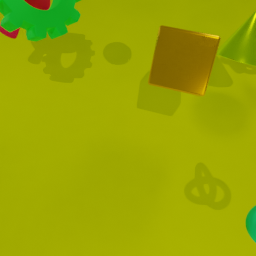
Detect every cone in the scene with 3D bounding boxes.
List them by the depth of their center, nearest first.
[{"bbox_3d":[2.798,-2.170,6.516,1.188,1.193,1.188,12,23,-5],"label":"cone"}]

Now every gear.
[{"bbox_3d":[-1.728,-2.643,5.110,0.366,1.979,1.979,2,49,44],"label":"gear"}]

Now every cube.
[{"bbox_3d":[1.066,-1.305,5.349,1.054,1.054,1.054,14,20,9],"label":"cube"}]

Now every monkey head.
[{"bbox_3d":[-2.558,-2.904,6.665,1.895,1.142,1.364,28,64,-24],"label":"monkey head"}]

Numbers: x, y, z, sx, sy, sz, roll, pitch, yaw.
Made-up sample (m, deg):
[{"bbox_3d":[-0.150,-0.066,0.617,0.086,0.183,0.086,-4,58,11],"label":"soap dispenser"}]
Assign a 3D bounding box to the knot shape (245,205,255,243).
[{"bbox_3d":[2.071,1.194,3.581,1.028,0.508,1.099,35,60,-13],"label":"knot shape"}]
